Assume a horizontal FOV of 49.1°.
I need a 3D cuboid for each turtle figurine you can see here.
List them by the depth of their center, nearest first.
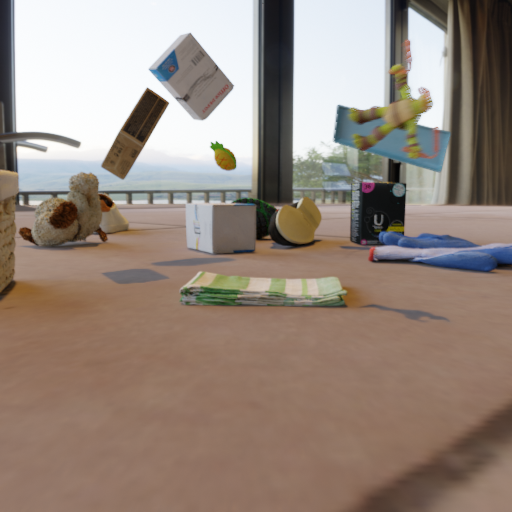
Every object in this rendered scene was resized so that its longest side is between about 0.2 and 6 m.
[{"bbox_3d":[1.463,-1.536,5.894,0.975,1.209,0.389,-12,4,45],"label":"turtle figurine"}]

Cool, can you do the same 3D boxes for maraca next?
[{"bbox_3d":[-0.841,-2.541,14.223,0.638,0.930,0.498,-1,44,45],"label":"maraca"}]

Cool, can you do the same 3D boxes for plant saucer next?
[{"bbox_3d":[2.792,-2.510,11.754,2.517,0.880,0.239,24,39,28],"label":"plant saucer"}]

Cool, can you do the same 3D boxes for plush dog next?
[{"bbox_3d":[-4.232,-0.726,12.376,1.960,1.573,1.683,-29,6,31],"label":"plush dog"}]

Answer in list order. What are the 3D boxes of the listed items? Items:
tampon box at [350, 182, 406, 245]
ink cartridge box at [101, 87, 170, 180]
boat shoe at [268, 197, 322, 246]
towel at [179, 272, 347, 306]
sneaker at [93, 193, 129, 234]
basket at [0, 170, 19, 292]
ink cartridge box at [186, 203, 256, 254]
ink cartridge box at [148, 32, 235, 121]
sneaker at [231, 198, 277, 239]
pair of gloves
[{"bbox_3d":[2.773,-0.981,12.833,1.048,1.399,0.883,-1,7,-8],"label":"tampon box"},{"bbox_3d":[-1.805,-1.792,8.306,0.428,0.940,1.141,31,-29,-15],"label":"ink cartridge box"},{"bbox_3d":[0.803,-0.673,12.907,0.857,1.000,2.734,-33,4,22],"label":"boat shoe"},{"bbox_3d":[0.103,0.365,6.599,1.812,0.212,1.382,0,6,3],"label":"towel"},{"bbox_3d":[-4.351,-1.285,16.601,0.987,1.148,2.711,-2,6,-6],"label":"sneaker"},{"bbox_3d":[-4.152,-0.286,6.685,2.401,1.481,1.628,-3,8,-15],"label":"basket"},{"bbox_3d":[-0.738,-0.589,11.394,0.977,0.960,1.328,-4,8,-29],"label":"ink cartridge box"},{"bbox_3d":[-1.145,-3.172,10.005,1.246,0.904,0.522,45,-9,-31],"label":"ink cartridge box"},{"bbox_3d":[-0.457,-0.986,14.474,2.656,1.036,1.132,4,7,31],"label":"sneaker"},{"bbox_3d":[3.607,-0.155,10.155,2.968,0.421,3.692,2,6,20],"label":"pair of gloves"}]
